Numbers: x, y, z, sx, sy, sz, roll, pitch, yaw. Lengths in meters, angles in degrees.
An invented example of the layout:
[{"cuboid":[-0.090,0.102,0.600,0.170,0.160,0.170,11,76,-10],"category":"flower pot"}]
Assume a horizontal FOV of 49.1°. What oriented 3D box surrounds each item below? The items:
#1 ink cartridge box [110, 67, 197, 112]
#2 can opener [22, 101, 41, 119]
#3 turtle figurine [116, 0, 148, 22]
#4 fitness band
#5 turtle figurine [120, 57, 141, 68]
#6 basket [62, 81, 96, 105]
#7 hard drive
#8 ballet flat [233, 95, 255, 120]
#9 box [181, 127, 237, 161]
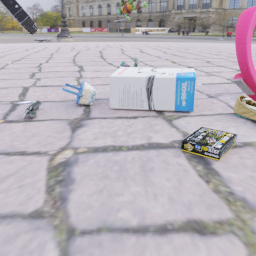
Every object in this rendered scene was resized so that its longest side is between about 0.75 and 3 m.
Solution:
[{"cuboid":[0.929,-1.471,10.161,2.888,1.218,2.109,3,21,9],"category":"ink cartridge box"},{"cuboid":[-3.104,-0.557,9.138,0.423,0.335,1.272,33,18,-12],"category":"can opener"},{"cuboid":[0.010,-3.351,7.741,0.920,0.683,0.949,-18,-9,24],"category":"turtle figurine"},{"cuboid":[1.970,-0.981,3.956,1.599,1.148,0.299,26,-9,-38],"category":"fitness band"},{"cuboid":[0.070,-2.812,14.242,1.461,0.983,1.952,-47,30,-5],"category":"turtle figurine"},{"cuboid":[-1.768,-1.301,10.127,1.185,0.824,1.045,23,16,-12],"category":"basket"},{"cuboid":[-3.110,-3.292,7.122,0.346,1.831,1.279,-42,10,-1],"category":"hard drive"},{"cuboid":[3.998,-0.464,8.206,0.771,0.708,2.247,-10,23,-26],"category":"ballet flat"},{"cuboid":[1.949,0.335,6.677,0.941,0.291,1.178,16,26,33],"category":"box"}]
